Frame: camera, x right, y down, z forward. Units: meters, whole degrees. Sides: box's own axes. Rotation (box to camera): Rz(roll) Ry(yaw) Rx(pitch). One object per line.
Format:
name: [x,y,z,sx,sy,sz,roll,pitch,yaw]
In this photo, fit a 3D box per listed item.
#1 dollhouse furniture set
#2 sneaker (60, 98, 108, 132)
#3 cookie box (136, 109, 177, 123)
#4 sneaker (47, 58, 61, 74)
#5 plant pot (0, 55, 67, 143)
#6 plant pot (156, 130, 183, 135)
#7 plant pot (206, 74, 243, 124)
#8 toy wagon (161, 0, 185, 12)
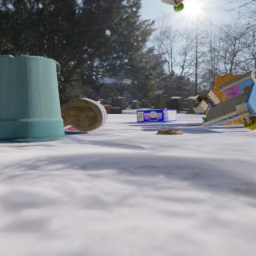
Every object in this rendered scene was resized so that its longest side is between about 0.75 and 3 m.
dollhouse furniture set: [3.887,-0.310,10.576,2.812,1.943,2.978,-26,17,42]
sneaker: [-1.185,-0.446,9.271,1.663,1.054,2.958,-7,5,-40]
cookie box: [1.606,-0.671,15.486,1.624,0.713,1.898,0,3,30]
sneaker: [-3.045,-2.049,10.719,0.646,0.679,1.712,30,-26,-15]
plant pot: [-2.335,-0.643,6.390,1.845,1.807,1.845,1,4,0]
plant pot: [1.177,0.115,7.870,0.757,0.104,0.757,0,4,0]
plant pot: [5.323,-1.443,14.300,2.623,2.402,2.623,0,3,0]
toy wagon: [1.373,-3.630,6.517,0.333,1.681,1.304,40,-11,37]
